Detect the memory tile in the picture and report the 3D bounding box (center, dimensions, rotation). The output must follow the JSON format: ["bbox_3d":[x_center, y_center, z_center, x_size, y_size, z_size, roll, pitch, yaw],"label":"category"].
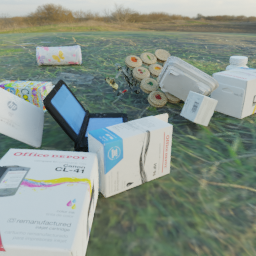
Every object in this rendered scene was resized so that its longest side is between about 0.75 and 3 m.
[{"bbox_3d":[1.365,-2.191,11.798,2.278,0.250,2.972,-15,58,-24],"label":"memory tile"}]

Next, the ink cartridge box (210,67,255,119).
[{"bbox_3d":[4.199,-1.368,10.389,1.912,1.396,1.403,-17,29,-34],"label":"ink cartridge box"}]

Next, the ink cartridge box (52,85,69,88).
[{"bbox_3d":[-3.453,-1.469,11.969,1.408,0.353,1.623,4,23,8],"label":"ink cartridge box"}]

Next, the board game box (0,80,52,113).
[{"bbox_3d":[-3.912,-1.205,10.577,1.879,0.968,0.985,4,24,9],"label":"board game box"}]

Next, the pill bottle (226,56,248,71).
[{"bbox_3d":[4.597,-2.153,11.880,0.928,1.676,0.928,-1,23,0],"label":"pill bottle"}]

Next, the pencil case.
[{"bbox_3d":[-4.565,-4.818,18.619,2.997,1.246,1.360,-5,23,-10],"label":"pencil case"}]

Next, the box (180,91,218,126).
[{"bbox_3d":[2.252,-0.633,8.959,0.573,0.873,0.877,16,12,-24],"label":"box"}]

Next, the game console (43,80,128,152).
[{"bbox_3d":[-1.066,-0.487,8.286,2.217,1.467,2.521,-1,24,-1],"label":"game console"}]

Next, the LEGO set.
[{"bbox_3d":[0.044,-2.142,12.055,1.608,0.702,2.476,40,35,-13],"label":"LEGO set"}]

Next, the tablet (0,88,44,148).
[{"bbox_3d":[-3.133,-0.391,7.423,0.141,2.069,1.346,-27,50,29],"label":"tablet"}]

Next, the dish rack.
[{"bbox_3d":[2.007,-1.527,10.095,1.955,0.496,2.278,31,-13,2],"label":"dish rack"}]

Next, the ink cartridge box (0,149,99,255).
[{"bbox_3d":[-1.500,1.341,4.515,1.802,1.046,2.442,3,24,0],"label":"ink cartridge box"}]

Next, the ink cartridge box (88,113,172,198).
[{"bbox_3d":[0.259,0.515,6.223,2.167,1.257,0.735,-15,28,-31],"label":"ink cartridge box"}]
